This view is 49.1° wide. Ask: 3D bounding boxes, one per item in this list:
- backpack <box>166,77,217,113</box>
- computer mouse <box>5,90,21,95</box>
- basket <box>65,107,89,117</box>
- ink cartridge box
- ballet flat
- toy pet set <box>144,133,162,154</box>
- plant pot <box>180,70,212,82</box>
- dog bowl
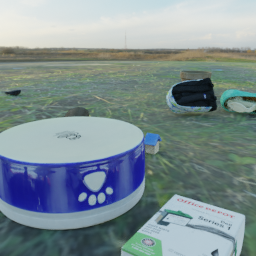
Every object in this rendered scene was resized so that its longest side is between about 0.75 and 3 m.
[{"bbox_3d":[2.259,-1.124,10.367,1.636,1.335,1.258,-6,-12,-26],"label":"backpack"},{"bbox_3d":[-5.940,-1.835,14.687,0.968,0.255,0.671,0,12,41],"label":"computer mouse"},{"bbox_3d":[-1.572,-0.198,8.459,0.812,0.612,0.900,-22,22,2],"label":"basket"},{"bbox_3d":[0.676,1.372,3.182,0.968,0.559,1.326,10,19,31],"label":"ink cartridge box"},{"bbox_3d":[4.799,-0.802,10.300,2.848,0.959,1.002,10,44,32],"label":"ballet flat"},{"bbox_3d":[0.338,0.344,6.837,0.818,0.465,0.876,8,19,26],"label":"toy pet set"},{"bbox_3d":[3.252,-2.084,13.585,1.495,1.298,1.495,0,16,0],"label":"plant pot"},{"bbox_3d":[-0.996,0.590,5.013,2.606,1.026,2.606,0,17,0],"label":"dog bowl"}]
